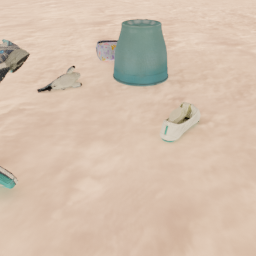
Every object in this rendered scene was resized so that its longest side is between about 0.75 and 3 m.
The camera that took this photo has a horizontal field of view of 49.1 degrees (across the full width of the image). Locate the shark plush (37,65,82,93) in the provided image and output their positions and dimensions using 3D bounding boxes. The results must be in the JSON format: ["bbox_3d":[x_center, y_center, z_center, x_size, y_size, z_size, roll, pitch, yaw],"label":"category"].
[{"bbox_3d":[-2.711,-1.766,11.429,1.910,0.868,0.796,-40,25,-20],"label":"shark plush"}]

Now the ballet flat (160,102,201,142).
[{"bbox_3d":[1.692,-0.367,8.623,0.794,0.794,2.287,19,35,28],"label":"ballet flat"}]

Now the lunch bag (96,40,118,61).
[{"bbox_3d":[-0.971,-4.095,14.642,1.290,0.967,1.521,-6,24,-12],"label":"lunch bag"}]

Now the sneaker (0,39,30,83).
[{"bbox_3d":[-1.768,-0.851,3.652,0.458,0.412,1.062,40,33,-11],"label":"sneaker"}]

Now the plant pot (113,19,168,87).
[{"bbox_3d":[0.569,-3.337,12.016,2.490,2.340,2.490,0,30,0],"label":"plant pot"}]

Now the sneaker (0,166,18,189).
[{"bbox_3d":[-3.464,1.210,6.204,2.106,0.816,0.839,0,51,9],"label":"sneaker"}]
